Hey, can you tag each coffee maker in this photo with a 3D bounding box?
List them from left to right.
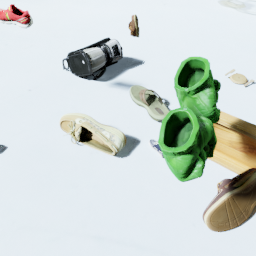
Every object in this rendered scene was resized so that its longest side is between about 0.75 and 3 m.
[{"bbox_3d":[-1.471,-3.005,11.679,1.862,1.306,1.939,28,45,32],"label":"coffee maker"}]

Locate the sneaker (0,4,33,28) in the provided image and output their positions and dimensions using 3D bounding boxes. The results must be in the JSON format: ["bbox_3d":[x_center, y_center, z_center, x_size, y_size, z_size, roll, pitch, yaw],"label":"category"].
[{"bbox_3d":[-3.242,-3.223,7.825,1.260,0.535,0.485,15,57,9],"label":"sneaker"}]

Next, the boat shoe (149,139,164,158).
[{"bbox_3d":[0.875,0.477,8.008,0.299,0.372,0.802,-21,44,-25],"label":"boat shoe"}]

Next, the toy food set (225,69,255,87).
[{"bbox_3d":[4.459,-1.957,11.276,0.716,0.208,1.038,-30,52,-23],"label":"toy food set"}]

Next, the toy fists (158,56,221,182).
[{"bbox_3d":[1.172,-0.151,4.888,0.757,1.123,2.203,3,57,25],"label":"toy fists"}]

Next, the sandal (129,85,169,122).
[{"bbox_3d":[0.808,-0.988,9.667,0.852,0.612,2.145,-19,42,-23],"label":"sandal"}]

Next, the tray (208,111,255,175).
[{"bbox_3d":[3.088,0.606,7.034,2.779,1.370,0.515,29,47,32],"label":"tray"}]

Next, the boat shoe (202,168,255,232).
[{"bbox_3d":[2.455,1.553,6.491,2.190,0.790,0.788,-32,17,-21],"label":"boat shoe"}]

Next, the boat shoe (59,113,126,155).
[{"bbox_3d":[-1.136,0.161,8.069,2.174,0.797,0.681,16,38,19],"label":"boat shoe"}]

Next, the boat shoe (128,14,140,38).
[{"bbox_3d":[0.164,-3.103,8.599,0.329,0.974,0.351,2,76,7],"label":"boat shoe"}]
